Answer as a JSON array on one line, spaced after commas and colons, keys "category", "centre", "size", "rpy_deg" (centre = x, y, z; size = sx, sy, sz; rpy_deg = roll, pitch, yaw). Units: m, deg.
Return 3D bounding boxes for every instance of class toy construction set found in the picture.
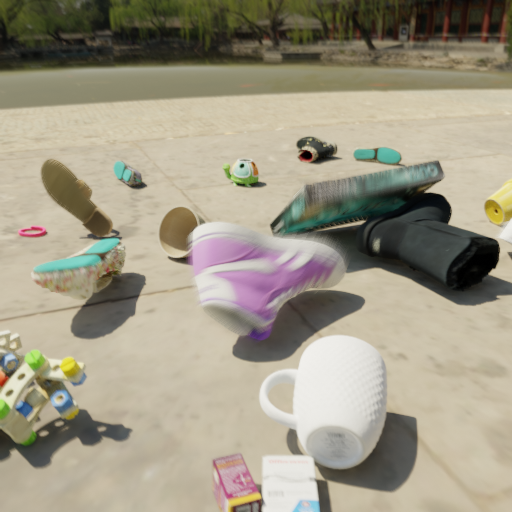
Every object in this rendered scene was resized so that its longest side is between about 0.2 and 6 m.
[{"category": "toy construction set", "centre": [-3.094, 1.517, 6.835], "size": [2.135, 0.984, 1.400], "rpy_deg": [14, 51, 45]}]

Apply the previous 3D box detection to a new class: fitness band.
[{"category": "fitness band", "centre": [-4.997, -0.541, 12.508], "size": [0.615, 0.115, 0.442], "rpy_deg": [5, 25, 14]}]

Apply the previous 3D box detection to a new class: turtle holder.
[{"category": "turtle holder", "centre": [-0.389, -2.402, 15.945], "size": [0.752, 0.703, 0.990], "rpy_deg": [-22, 33, -40]}]

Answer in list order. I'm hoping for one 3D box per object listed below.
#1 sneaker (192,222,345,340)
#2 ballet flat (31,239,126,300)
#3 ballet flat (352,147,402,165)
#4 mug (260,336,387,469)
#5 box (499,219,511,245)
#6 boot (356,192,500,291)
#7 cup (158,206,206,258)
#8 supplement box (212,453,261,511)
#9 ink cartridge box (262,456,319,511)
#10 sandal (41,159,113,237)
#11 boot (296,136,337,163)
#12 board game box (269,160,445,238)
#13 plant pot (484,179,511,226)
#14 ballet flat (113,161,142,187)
[{"category": "sneaker", "centre": [0.297, 0.580, 8.811], "size": [2.891, 1.048, 1.648], "rpy_deg": [9, 60, -32]}, {"category": "ballet flat", "centre": [-2.841, 0.299, 9.457], "size": [0.916, 0.774, 2.421], "rpy_deg": [1, 13, 15]}, {"category": "ballet flat", "centre": [3.967, -3.297, 18.188], "size": [1.657, 0.559, 0.517], "rpy_deg": [13, 16, 26]}, {"category": "mug", "centre": [0.758, 1.669, 6.377], "size": [1.445, 1.067, 1.267], "rpy_deg": [9, 29, 8]}, {"category": "box", "centre": [5.233, -0.505, 10.722], "size": [0.653, 0.834, 1.340], "rpy_deg": [34, 15, 14]}, {"category": "boot", "centre": [3.654, -0.306, 10.827], "size": [2.769, 1.058, 2.327], "rpy_deg": [-20, 31, -35]}, {"category": "cup", "centre": [-1.363, -0.442, 11.398], "size": [1.041, 1.041, 0.744], "rpy_deg": [16, 2, 31]}, {"category": "supplement box", "centre": [-0.209, 2.375, 5.611], "size": [0.330, 0.419, 0.640], "rpy_deg": [-7, 26, -18]}, {"category": "ink cartridge box", "centre": [0.333, 2.409, 5.655], "size": [0.540, 0.312, 0.745], "rpy_deg": [0, 24, 1]}, {"category": "sandal", "centre": [-3.876, -1.263, 12.293], "size": [0.729, 1.988, 0.654], "rpy_deg": [-40, 8, 10]}, {"category": "boot", "centre": [1.714, -3.568, 18.707], "size": [1.662, 0.600, 1.256], "rpy_deg": [21, 34, 40]}, {"category": "board game box", "centre": [2.060, -1.141, 11.780], "size": [3.154, 0.444, 2.134], "rpy_deg": [-13, -12, -19]}, {"category": "plant pot", "centre": [5.910, -1.193, 12.969], "size": [1.003, 1.066, 1.066], "rpy_deg": [-24, 30, -13]}, {"category": "ballet flat", "centre": [-3.670, -2.336, 16.175], "size": [0.567, 0.567, 1.578], "rpy_deg": [-13, 27, -26]}]
